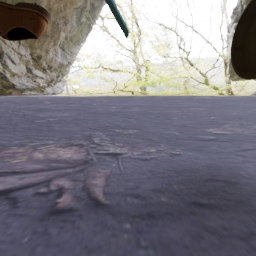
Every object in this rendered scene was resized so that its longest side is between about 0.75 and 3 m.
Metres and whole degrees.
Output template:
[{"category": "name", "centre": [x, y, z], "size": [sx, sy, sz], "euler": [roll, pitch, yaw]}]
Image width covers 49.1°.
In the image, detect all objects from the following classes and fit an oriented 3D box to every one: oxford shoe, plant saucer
[{"category": "oxford shoe", "centre": [-3.346, -2.795, 7.499], "size": [2.509, 0.894, 0.895], "euler": [8, -14, 20]}, {"category": "plant saucer", "centre": [2.952, -2.035, 6.028], "size": [0.302, 2.053, 2.053], "euler": [10, 6, -15]}, {"category": "plant saucer", "centre": [-0.323, -2.557, 5.873], "size": [0.137, 0.506, 1.448], "euler": [-24, -39, 14]}]

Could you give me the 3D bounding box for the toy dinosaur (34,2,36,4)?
[{"category": "toy dinosaur", "centre": [-3.862, -4.976, 11.640], "size": [0.834, 0.368, 0.198], "euler": [-11, 4, 28]}]
